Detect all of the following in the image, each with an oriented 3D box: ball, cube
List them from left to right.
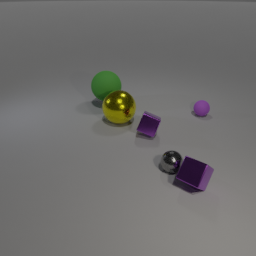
[{"bbox_3d":[-1.000,-1.937,12.934,1.400,1.400,1.400,0,28,0],"label":"ball"},{"bbox_3d":[-0.362,-0.860,11.549,1.400,1.400,1.400,0,28,0],"label":"ball"},{"bbox_3d":[0.799,-0.159,10.630,0.700,0.700,0.700,23,14,2],"label":"cube"},{"bbox_3d":[1.366,1.045,8.714,0.700,0.700,0.700,0,28,0],"label":"ball"},{"bbox_3d":[1.912,1.292,7.957,0.700,0.700,0.700,22,-5,35],"label":"cube"},{"bbox_3d":[3.243,-0.876,12.323,0.700,0.700,0.700,0,28,0],"label":"ball"}]
